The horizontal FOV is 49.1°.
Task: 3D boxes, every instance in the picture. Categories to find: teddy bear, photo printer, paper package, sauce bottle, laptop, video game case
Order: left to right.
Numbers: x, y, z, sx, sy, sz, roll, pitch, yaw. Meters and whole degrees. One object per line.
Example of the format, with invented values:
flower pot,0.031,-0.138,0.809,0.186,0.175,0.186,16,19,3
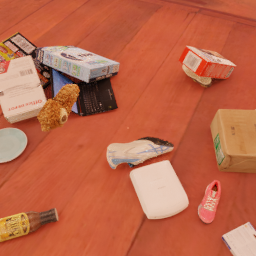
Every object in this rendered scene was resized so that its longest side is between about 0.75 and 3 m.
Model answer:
video game case,-4.619,-2.664,12.169,2.763,0.352,2.497,39,56,-1
sauce bottle,-3.029,2.745,8.042,1.967,0.636,0.636,-15,51,-11
teddy bear,-1.564,-0.494,6.801,0.569,1.706,1.237,35,96,-6
laptop,-1.802,-1.633,11.394,2.354,1.216,2.086,-13,51,-4
photo printer,0.982,1.942,8.748,1.427,0.596,1.715,-14,50,-12
paper package,4.054,0.418,9.742,1.992,1.081,2.090,2,50,2

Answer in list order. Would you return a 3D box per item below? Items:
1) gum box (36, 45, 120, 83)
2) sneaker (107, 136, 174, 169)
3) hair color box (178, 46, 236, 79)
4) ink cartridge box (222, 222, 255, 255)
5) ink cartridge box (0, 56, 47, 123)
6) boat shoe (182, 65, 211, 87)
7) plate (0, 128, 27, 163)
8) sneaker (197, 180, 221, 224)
gum box,-2.130,-2.887,12.239,2.764,0.616,2.348,24,27,20
sneaker,0.439,0.846,9.680,2.463,0.893,0.885,-7,19,-21
hair color box,3.445,-2.789,12.056,2.369,0.757,1.314,-5,43,-44
ink cartridge box,3.316,3.279,7.869,0.969,0.197,0.967,-19,52,-16
ink cartridge box,-4.203,-1.486,10.933,1.623,0.917,2.212,-18,79,-15
boat shoe,3.080,-2.363,12.519,0.579,0.480,1.613,-46,58,0
plate,-4.434,0.640,10.135,1.564,0.200,1.564,0,50,0
sneaker,2.494,2.191,8.522,0.530,0.623,1.437,17,52,14
